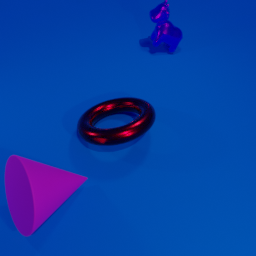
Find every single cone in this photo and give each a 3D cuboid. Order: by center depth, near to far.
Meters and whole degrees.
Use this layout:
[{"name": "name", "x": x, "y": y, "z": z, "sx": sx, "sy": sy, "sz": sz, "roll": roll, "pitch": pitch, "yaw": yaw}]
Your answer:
[{"name": "cone", "x": -1.551, "y": 1.244, "z": 5.996, "sx": 1.599, "sy": 1.593, "sz": 1.593, "roll": -7, "pitch": 42, "yaw": -40}]

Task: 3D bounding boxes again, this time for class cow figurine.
[{"name": "cow figurine", "x": 1.361, "y": -3.539, "z": 9.775, "sx": 1.536, "sy": 1.511, "sz": 0.843, "roll": 14, "pitch": 43, "yaw": -21}]

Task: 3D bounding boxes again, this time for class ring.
[{"name": "ring", "x": -0.312, "y": -0.225, "z": 7.355, "sx": 2.095, "sy": 0.419, "sz": 2.095, "roll": -9, "pitch": 30, "yaw": 5}]
